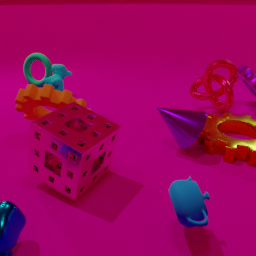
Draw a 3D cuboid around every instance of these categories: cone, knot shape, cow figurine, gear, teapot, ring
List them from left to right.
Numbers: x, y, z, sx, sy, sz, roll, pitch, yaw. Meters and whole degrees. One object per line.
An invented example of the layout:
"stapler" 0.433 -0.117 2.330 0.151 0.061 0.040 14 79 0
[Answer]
"cow figurine" -2.305 1.419 4.091 1.530 0.840 1.506 -23 41 -8
"ring" -3.291 -2.102 10.229 1.237 1.237 0.247 10 15 20
"gear" -1.715 -0.411 6.483 1.673 1.673 0.309 5 65 11
"cow figurine" -2.140 -1.346 8.490 0.617 1.124 1.106 5 18 11
"cone" 1.087 -0.207 6.498 1.030 1.026 1.026 31 24 -11
"teapot" 0.940 1.081 4.224 0.557 0.707 1.137 -19 22 4
"knot shape" 2.616 -1.286 8.714 1.439 1.538 0.711 -1 0 36
"gear" 2.786 0.201 7.047 2.096 0.388 2.096 0 26 0
"gear" 4.082 -1.310 8.950 0.305 1.651 1.651 -40 20 17

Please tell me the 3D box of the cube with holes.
"cube with holes" -1.043 0.408 5.429 1.177 1.177 1.177 28 35 19
